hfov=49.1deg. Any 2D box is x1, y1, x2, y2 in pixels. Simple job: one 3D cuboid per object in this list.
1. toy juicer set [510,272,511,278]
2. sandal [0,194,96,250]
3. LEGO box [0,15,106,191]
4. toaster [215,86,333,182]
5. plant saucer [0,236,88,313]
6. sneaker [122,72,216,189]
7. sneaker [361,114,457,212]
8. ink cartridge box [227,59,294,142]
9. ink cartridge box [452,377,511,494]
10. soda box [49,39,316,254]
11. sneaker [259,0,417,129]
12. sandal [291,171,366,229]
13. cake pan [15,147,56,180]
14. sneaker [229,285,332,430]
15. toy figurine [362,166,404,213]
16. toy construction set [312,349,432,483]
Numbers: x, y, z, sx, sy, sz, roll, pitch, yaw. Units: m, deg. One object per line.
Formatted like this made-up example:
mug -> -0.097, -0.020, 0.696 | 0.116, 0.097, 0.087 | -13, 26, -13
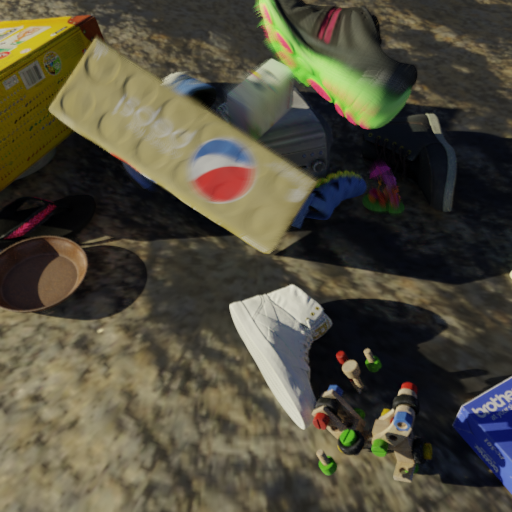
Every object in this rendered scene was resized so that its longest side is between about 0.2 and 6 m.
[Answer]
toy juicer set -> 5.284, 0.160, 9.417 | 2.481, 0.675, 1.578 | -28, 53, -23
sandal -> -4.286, -0.646, 10.221 | 2.703, 0.609, 1.015 | -16, 48, -14
LEGO box -> -5.498, -3.023, 11.197 | 3.399, 1.761, 4.565 | 9, 45, 28
toaster -> 0.280, -2.368, 11.239 | 1.741, 1.532, 2.695 | -16, 47, -12
plant saucer -> -3.689, 0.357, 9.481 | 1.707, 0.312, 1.707 | 0, 47, 0
sneaker -> -1.578, -2.361, 10.527 | 1.145, 1.009, 2.569 | 17, 71, 27
sneaker -> 2.949, -1.822, 11.142 | 1.602, 1.128, 3.017 | -2, 37, 5
ink cartridge box -> 0.089, -2.660, 9.681 | 0.535, 0.889, 1.224 | 36, 64, 21
ink cartridge box -> 4.163, 2.088, 7.640 | 2.666, 0.589, 1.253 | -22, 49, -19
soda box -> -1.160, -1.705, 9.296 | 4.143, 1.326, 1.403 | 33, 89, -3
sneaker -> 1.214, -3.350, 8.826 | 1.333, 1.222, 3.183 | -41, 76, -3
sandal -> 1.218, -1.020, 10.564 | 1.913, 0.761, 0.833 | -16, 64, -10
cake pan -> -4.920, -2.077, 11.559 | 1.767, 0.324, 1.767 | -10, 40, 8
sneaker -> 0.638, 1.307, 8.213 | 1.327, 0.846, 2.296 | -20, 49, -14
toy figurine -> 2.424, -1.299, 10.558 | 0.640, 0.784, 0.852 | -36, 48, -30
toy construction set -> 1.562, 2.198, 7.395 | 1.411, 1.300, 1.691 | -24, 26, 11
